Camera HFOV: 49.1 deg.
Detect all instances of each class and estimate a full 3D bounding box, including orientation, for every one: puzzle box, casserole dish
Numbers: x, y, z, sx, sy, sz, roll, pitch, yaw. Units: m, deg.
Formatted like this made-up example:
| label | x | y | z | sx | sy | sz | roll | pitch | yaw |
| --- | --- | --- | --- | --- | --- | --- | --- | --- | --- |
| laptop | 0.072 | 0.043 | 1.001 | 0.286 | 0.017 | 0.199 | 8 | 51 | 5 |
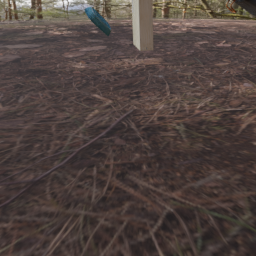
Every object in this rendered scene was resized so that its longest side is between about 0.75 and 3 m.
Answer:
| label | x | y | z | sx | sy | sz | roll | pitch | yaw |
| --- | --- | --- | --- | --- | --- | --- | --- | --- | --- |
| puzzle box | 0.223 | -2.355 | 4.801 | 0.241 | 1.894 | 1.260 | -4 | 22 | -2 |
| casserole dish | -1.026 | -3.828 | 9.983 | 1.292 | 0.251 | 0.783 | 30 | 32 | -47 |

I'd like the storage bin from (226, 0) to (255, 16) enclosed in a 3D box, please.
| label | x | y | z | sx | sy | sz | roll | pitch | yaw |
| --- | --- | --- | --- | --- | --- | --- | --- | --- | --- |
| storage bin | 4.070 | -4.222 | 8.972 | 1.366 | 1.480 | 2.034 | 32 | 21 | -14 |
